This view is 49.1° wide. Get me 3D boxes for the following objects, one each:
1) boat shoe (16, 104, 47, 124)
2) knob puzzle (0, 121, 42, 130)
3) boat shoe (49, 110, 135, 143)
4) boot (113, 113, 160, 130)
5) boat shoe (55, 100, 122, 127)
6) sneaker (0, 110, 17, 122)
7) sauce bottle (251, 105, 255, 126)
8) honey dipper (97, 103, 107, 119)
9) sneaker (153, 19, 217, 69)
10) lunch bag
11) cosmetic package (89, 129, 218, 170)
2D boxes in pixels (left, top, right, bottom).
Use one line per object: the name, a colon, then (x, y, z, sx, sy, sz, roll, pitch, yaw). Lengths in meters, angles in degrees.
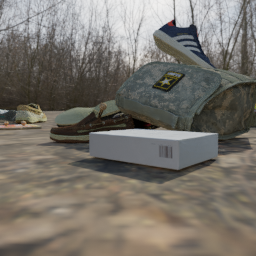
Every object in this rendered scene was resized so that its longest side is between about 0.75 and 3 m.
boat shoe: (-4.326, -0.682, 12.756, 0.952, 0.854, 2.572, 0, 4, -2)
knob puzzle: (-3.805, -0.099, 9.273, 1.632, 0.226, 1.632, 0, 5, 0)
boat shoe: (-0.729, -0.058, 5.852, 1.766, 0.653, 0.652, -1, 5, -18)
boot: (0.486, -0.225, 7.863, 1.859, 0.680, 1.400, -4, 4, -6)
boat shoe: (-1.251, -0.306, 9.325, 2.281, 0.715, 0.834, -14, 44, -18)
sneaker: (-5.945, -0.538, 13.000, 1.887, 0.664, 0.756, 6, -3, -11)
sauce bottle: (5.239, -0.802, 10.800, 2.122, 0.686, 0.686, -33, 24, -34)
honey dipper: (-0.673, -0.193, 6.207, 0.258, 0.258, 1.360, -1, -25, -17)
sneaker: (2.170, -2.729, 9.420, 2.846, 1.203, 1.067, 45, -5, 20)
lunch bag: (1.292, -0.640, 6.259, 2.600, 1.528, 2.132, -12, 26, -41)
cosmetic package: (0.344, 0.234, 3.870, 1.439, 0.372, 1.085, 3, 7, 40)
